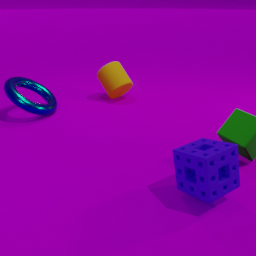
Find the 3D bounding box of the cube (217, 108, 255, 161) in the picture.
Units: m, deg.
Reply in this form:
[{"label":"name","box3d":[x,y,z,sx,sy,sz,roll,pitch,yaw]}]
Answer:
[{"label":"cube","box3d":[2.670,0.158,6.436,0.761,0.761,0.761,-51,44,-3]}]

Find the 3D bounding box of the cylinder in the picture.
[{"label":"cylinder","box3d":[-0.482,-1.747,10.257,0.989,0.989,0.989,-22,75,-39]}]

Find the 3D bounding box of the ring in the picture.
[{"label":"ring","box3d":[-3.098,-1.042,9.025,1.764,0.353,1.764,31,23,-15]}]

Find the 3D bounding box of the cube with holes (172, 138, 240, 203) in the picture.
[{"label":"cube with holes","box3d":[1.448,0.739,5.194,0.821,0.821,0.821,-17,16,-30]}]
